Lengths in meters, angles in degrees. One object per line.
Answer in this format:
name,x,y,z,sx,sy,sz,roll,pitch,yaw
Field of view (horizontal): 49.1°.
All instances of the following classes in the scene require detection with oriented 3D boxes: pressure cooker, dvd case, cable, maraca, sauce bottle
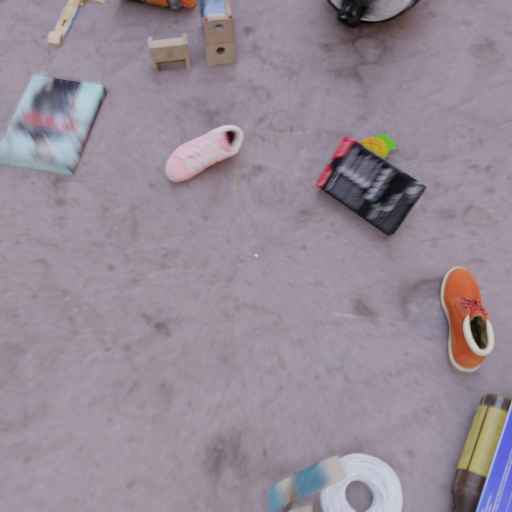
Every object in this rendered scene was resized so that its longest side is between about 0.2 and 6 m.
pressure cooker,2.543,-6.265,11.696,2.455,2.418,2.749,-1,47,35
dvd case,-4.109,-2.681,11.300,1.584,0.239,2.170,10,66,5
cable,1.525,3.537,8.209,1.178,0.408,1.177,0,63,-1
maraca,2.286,-2.061,10.856,0.913,0.488,0.626,-33,62,-13
sauce bottle,3.309,3.203,8.188,0.751,0.751,2.322,26,68,12

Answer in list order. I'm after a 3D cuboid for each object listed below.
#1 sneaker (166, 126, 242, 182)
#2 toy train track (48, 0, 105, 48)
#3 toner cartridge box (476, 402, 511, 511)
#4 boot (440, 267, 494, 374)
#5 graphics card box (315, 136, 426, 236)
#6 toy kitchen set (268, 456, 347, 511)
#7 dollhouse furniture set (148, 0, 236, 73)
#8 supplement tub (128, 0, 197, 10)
sneaker,-0.945,-1.967,10.546,1.620,0.847,0.610,-36,109,-15
toy train track,-4.226,-5.695,12.682,1.313,0.372,2.290,10,65,5
toner cartridge box,3.798,3.531,7.582,1.607,0.731,3.384,42,65,-25
boot,3.505,0.908,9.169,0.689,0.984,1.836,2,63,3
graphics card box,2.065,-1.273,10.195,1.713,0.436,1.075,37,110,19
toy kitchen set,0.771,3.720,7.487,0.925,1.259,1.571,0,56,-44
dollhouse furniture set,-1.401,-4.849,11.777,1.781,1.248,1.255,-8,65,-4
supplement tub,-2.239,-6.177,12.500,1.817,1.113,1.113,14,65,5
